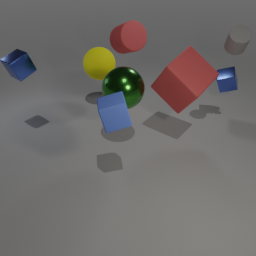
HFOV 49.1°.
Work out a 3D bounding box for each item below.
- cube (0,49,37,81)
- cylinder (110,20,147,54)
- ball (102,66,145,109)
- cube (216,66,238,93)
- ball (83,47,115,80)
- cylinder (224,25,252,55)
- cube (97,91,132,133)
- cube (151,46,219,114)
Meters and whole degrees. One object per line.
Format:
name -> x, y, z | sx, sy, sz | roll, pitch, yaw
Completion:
cube -> -3.605, -2.085, 9.262 | 0.700, 0.700, 0.700 | 26, 60, 37
cylinder -> -0.004, -4.392, 13.660 | 1.400, 1.400, 1.400 | -15, 15, -23
ball -> -0.153, -1.297, 9.150 | 1.400, 1.400, 1.400 | 0, 31, 0
cube -> 4.040, -1.967, 11.410 | 0.700, 0.700, 0.700 | -7, 45, 27
ball -> -1.248, -2.800, 12.202 | 1.400, 1.400, 1.400 | 0, 31, 0
cylinder -> 3.589, -2.869, 9.170 | 0.700, 0.700, 0.700 | -1, 71, 4
cube -> -0.353, -0.410, 7.181 | 0.700, 0.700, 0.700 | -17, 33, 1
cube -> 1.921, -1.628, 9.623 | 1.400, 1.400, 1.400 | 45, 62, 2
